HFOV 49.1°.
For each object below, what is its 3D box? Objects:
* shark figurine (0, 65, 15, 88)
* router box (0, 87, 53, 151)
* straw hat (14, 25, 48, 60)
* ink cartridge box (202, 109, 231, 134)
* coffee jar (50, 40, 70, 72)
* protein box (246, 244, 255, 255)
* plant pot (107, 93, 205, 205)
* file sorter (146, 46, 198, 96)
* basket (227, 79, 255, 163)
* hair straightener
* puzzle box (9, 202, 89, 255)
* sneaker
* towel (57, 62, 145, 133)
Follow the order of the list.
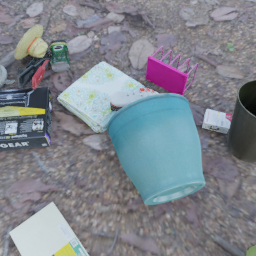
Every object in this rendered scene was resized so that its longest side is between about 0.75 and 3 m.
[{"bbox_3d":[-5.272,-2.336,11.479,0.994,0.694,1.664,-14,60,-10],"label":"shark figurine"},{"bbox_3d":[-4.248,-0.326,10.130,2.845,0.743,2.237,-4,58,-3],"label":"router box"},{"bbox_3d":[-3.819,-3.379,11.752,0.791,1.868,1.868,37,62,-6],"label":"straw hat"},{"bbox_3d":[3.260,-0.246,10.292,0.924,0.396,0.682,14,59,11],"label":"ink cartridge box"},{"bbox_3d":[-2.916,-3.106,11.969,0.780,0.638,1.495,-8,58,-6],"label":"coffee jar"},{"bbox_3d":[4.266,4.452,6.408,2.781,1.876,2.760,18,59,11],"label":"protein box"},{"bbox_3d":[0.964,0.801,8.381,2.726,2.726,2.561,-13,64,-8],"label":"plant pot"},{"bbox_3d":[1.750,-2.295,11.132,1.728,1.201,1.084,32,61,19],"label":"file sorter"},{"bbox_3d":[4.248,-0.059,8.916,2.266,2.513,1.709,14,59,10],"label":"basket"},{"bbox_3d":[-3.841,-2.468,11.181,1.138,0.605,2.957,6,40,-2],"label":"hair straightener"},{"bbox_3d":[-2.191,3.445,8.003,1.492,0.285,2.243,-33,64,-20],"label":"puzzle box"},{"bbox_3d":[0.274,-0.907,10.044,1.994,0.817,0.769,0,59,-15],"label":"sneaker"},{"bbox_3d":[-1.015,-1.295,10.804,2.309,0.649,2.697,37,65,19],"label":"towel"}]
